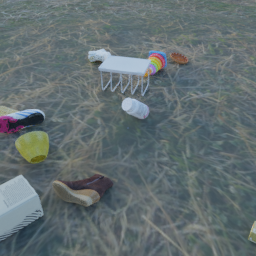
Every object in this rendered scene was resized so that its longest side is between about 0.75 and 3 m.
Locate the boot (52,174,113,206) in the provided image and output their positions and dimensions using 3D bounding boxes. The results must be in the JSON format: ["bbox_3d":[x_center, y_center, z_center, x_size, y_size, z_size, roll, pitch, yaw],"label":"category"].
[{"bbox_3d":[-1.398,1.801,8.730,1.551,0.561,1.291,18,28,25],"label":"boot"}]

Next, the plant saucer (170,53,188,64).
[{"bbox_3d":[3.027,-4.127,16.610,1.124,0.181,1.124,12,38,-9],"label":"plant saucer"}]

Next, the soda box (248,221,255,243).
[{"bbox_3d":[3.797,2.914,7.200,1.215,0.389,0.412,20,41,26],"label":"soda box"}]

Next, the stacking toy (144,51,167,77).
[{"bbox_3d":[1.315,-3.310,15.227,1.051,0.994,1.812,15,50,25],"label":"stacking toy"}]

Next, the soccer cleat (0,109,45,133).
[{"bbox_3d":[-4.436,-0.305,11.365,2.062,0.720,0.890,-12,24,-20],"label":"soccer cleat"}]

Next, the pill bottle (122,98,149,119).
[{"bbox_3d":[0.305,-0.811,11.509,0.646,0.646,1.139,37,10,39],"label":"pill bottle"}]

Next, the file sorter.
[{"bbox_3d":[-0.124,-2.530,13.672,2.169,1.351,1.505,10,38,13],"label":"file sorter"}]

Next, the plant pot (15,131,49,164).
[{"bbox_3d":[-3.215,0.747,9.678,1.130,1.130,0.802,-17,64,-21],"label":"plant pot"}]

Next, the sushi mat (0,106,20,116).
[{"bbox_3d":[-5.210,-0.624,12.175,1.506,0.091,0.720,16,40,21],"label":"sushi mat"}]

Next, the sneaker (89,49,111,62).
[{"bbox_3d":[-1.678,-4.052,16.308,1.164,0.742,2.014,-16,30,-17],"label":"sneaker"}]

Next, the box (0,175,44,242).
[{"bbox_3d":[-3.729,2.446,7.377,2.697,0.922,1.108,-27,45,-31],"label":"box"}]
